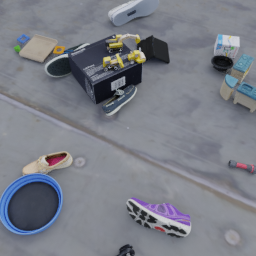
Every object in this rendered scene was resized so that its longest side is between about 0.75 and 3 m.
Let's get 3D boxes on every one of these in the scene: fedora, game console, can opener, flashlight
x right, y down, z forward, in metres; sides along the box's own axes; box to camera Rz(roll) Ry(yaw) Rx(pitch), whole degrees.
[{"bbox_3d":[4.021,-2.713,12.049,0.942,0.430,0.942,-1,54,2],"label":"fedora"},{"bbox_3d":[1.132,-3.436,12.737,1.240,0.820,1.410,-19,51,24],"label":"game console"},{"bbox_3d":[-0.275,3.630,7.762,1.023,0.402,0.324,-28,99,-15],"label":"can opener"},{"bbox_3d":[3.839,1.291,9.349,0.890,0.301,0.303,13,61,8],"label":"flashlight"}]

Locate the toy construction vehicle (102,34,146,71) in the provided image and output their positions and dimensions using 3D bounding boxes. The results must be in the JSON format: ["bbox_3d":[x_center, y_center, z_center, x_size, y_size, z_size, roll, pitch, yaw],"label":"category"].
[{"bbox_3d":[-0.231,-2.933,10.629,1.660,0.585,1.446,-10,55,-6],"label":"toy construction vehicle"}]

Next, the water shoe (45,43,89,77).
[{"bbox_3d":[-2.580,-2.929,12.132,2.336,0.835,0.922,-32,35,-21],"label":"water shoe"}]

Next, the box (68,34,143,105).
[{"bbox_3d":[-0.901,-2.430,11.380,2.288,1.191,2.084,-28,60,-18],"label":"box"}]

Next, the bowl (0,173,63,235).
[{"bbox_3d":[-2.927,2.320,8.584,1.894,0.372,1.894,0,55,0],"label":"bowl"}]

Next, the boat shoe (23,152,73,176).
[{"bbox_3d":[-2.703,1.143,9.274,1.666,0.576,0.614,-18,57,-12],"label":"boat shoe"}]

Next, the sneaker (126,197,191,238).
[{"bbox_3d":[0.904,2.549,8.341,1.986,0.801,0.828,22,42,5],"label":"sneaker"}]

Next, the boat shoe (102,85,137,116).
[{"bbox_3d":[-0.342,-1.176,10.786,1.667,0.515,0.624,-43,29,-16],"label":"boat shoe"}]

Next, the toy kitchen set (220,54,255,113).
[{"bbox_3d":[5.186,-1.781,10.736,2.580,1.520,2.067,32,61,20],"label":"toy kitchen set"}]

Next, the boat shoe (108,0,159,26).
[{"bbox_3d":[0.201,-6.098,14.176,2.679,0.990,1.142,-29,56,-7],"label":"boat shoe"}]

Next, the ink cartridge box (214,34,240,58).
[{"bbox_3d":[4.416,-3.655,12.543,0.944,0.693,0.690,10,55,7],"label":"ink cartridge box"}]

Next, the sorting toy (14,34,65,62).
[{"bbox_3d":[-4.022,-3.571,12.727,2.445,0.333,1.377,18,62,13],"label":"sorting toy"}]
